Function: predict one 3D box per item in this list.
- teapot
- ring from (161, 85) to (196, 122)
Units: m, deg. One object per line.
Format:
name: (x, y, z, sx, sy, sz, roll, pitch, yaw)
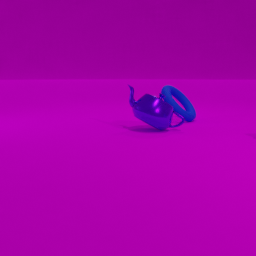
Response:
teapot: (0.686, -0.545, 7.703, 1.876, 0.918, 1.166, 28, 2, 4)
ring: (1.704, -0.838, 9.382, 0.302, 1.510, 1.510, -44, -13, 29)
